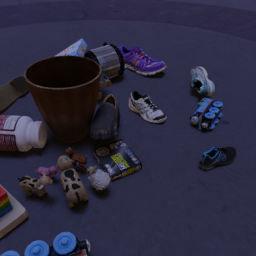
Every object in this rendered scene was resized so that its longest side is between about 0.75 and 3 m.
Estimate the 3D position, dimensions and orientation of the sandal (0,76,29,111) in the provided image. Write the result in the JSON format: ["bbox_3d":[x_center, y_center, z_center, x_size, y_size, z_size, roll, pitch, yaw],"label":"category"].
[{"bbox_3d":[-5.380,-1.277,11.543,0.977,1.089,2.970,-16,19,33],"label":"sandal"}]

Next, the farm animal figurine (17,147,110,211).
[{"bbox_3d":[-1.770,1.345,7.608,1.989,1.037,1.968,-35,55,-27],"label":"farm animal figurine"}]

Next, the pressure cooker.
[{"bbox_3d":[-0.991,-3.034,13.089,1.750,1.539,1.563,-24,47,-23],"label":"pressure cooker"}]

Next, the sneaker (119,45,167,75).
[{"bbox_3d":[0.586,-3.413,13.895,2.780,1.160,1.121,22,43,25],"label":"sneaker"}]

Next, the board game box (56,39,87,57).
[{"bbox_3d":[-3.055,-2.956,13.019,2.129,0.515,2.815,-26,31,20],"label":"board game box"}]

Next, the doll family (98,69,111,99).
[{"bbox_3d":[-2.053,-1.696,11.754,2.797,1.097,1.617,-18,46,-18],"label":"doll family"}]

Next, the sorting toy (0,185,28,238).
[{"bbox_3d":[-4.538,2.011,6.839,2.836,0.987,2.819,28,47,31],"label":"sorting toy"}]

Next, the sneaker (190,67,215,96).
[{"bbox_3d":[3.038,-2.085,12.047,0.766,0.688,1.774,-3,44,-19],"label":"sneaker"}]

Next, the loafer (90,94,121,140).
[{"bbox_3d":[-0.774,-0.389,9.362,0.961,0.955,2.641,-1,21,1],"label":"loafer"}]

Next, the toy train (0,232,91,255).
[{"bbox_3d":[-1.737,3.014,5.709,2.151,0.932,1.229,-14,45,-17],"label":"toy train"}]

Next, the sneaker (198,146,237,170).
[{"bbox_3d":[2.878,0.854,8.771,1.439,0.590,0.527,-19,41,-24],"label":"sneaker"}]

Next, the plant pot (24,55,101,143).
[{"bbox_3d":[-2.022,-0.798,9.356,2.317,2.479,2.317,1,37,-1],"label":"plant pot"}]

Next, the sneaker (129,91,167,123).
[{"bbox_3d":[0.708,-0.836,10.822,1.819,0.797,0.688,30,45,31],"label":"sneaker"}]

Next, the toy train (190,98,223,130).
[{"bbox_3d":[2.966,-0.529,10.559,0.908,0.689,1.590,14,41,32],"label":"toy train"}]

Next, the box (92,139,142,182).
[{"bbox_3d":[-0.354,0.980,8.837,1.086,0.300,1.356,-18,41,-22],"label":"box"}]

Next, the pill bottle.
[{"bbox_3d":[-3.807,0.174,9.187,2.067,1.168,1.168,3,37,3],"label":"pill bottle"}]
